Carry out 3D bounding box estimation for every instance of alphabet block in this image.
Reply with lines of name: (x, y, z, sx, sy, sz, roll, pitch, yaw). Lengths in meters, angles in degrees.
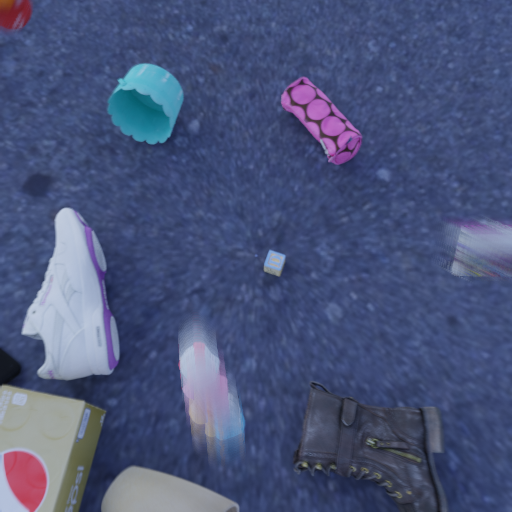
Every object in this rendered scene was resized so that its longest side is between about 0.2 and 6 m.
alphabet block: (0.343, 0.141, 10.405, 0.328, 0.335, 0.329, 20, 70, 7)

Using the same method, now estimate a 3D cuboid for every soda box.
soda box: (-3.593, 4.156, 8.316, 1.388, 1.312, 4.098, 10, 68, 4)

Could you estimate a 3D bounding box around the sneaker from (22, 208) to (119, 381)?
sneaker: (-3.378, 0.620, 9.765, 1.570, 1.180, 3.152, -13, 69, -5)

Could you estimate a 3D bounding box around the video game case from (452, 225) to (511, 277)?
video game case: (3.531, -0.063, 8.315, 1.060, 0.961, 0.190, 0, 46, 9)

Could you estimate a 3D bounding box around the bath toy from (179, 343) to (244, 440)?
bath toy: (-0.521, 1.426, 5.982, 0.558, 1.283, 0.474, -17, 36, -1)

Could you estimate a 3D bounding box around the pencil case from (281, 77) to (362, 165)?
pencil case: (1.265, -2.710, 11.262, 0.881, 0.853, 1.880, -34, 70, -15)

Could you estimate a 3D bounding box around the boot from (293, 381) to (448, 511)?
boot: (1.742, 3.432, 8.917, 2.325, 0.924, 2.670, 4, 62, 5)

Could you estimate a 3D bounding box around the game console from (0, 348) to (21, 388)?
game console: (-5.249, 2.141, 9.718, 1.731, 1.008, 1.523, 34, 42, 12)

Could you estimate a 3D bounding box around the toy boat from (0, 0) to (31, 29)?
toy boat: (-3.528, -3.623, 7.844, 0.580, 0.889, 0.581, -29, 43, -10)

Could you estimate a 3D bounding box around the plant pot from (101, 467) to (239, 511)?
plant pot: (-1.414, 3.971, 8.376, 1.718, 1.609, 1.609, 26, 71, 22)

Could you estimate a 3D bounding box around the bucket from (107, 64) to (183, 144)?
bucket: (-2.164, -3.026, 11.105, 1.409, 1.409, 0.917, 15, 57, 6)
